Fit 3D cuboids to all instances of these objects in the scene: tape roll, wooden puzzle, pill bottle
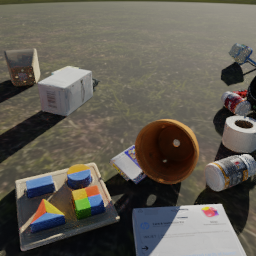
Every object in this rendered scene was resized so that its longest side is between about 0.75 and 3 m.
[{"bbox_3d":[3.540,0.185,8.748,1.072,0.736,1.072,0,30,0],"label":"tape roll"},{"bbox_3d":[-1.522,1.577,6.570,2.095,0.524,2.261,-12,32,-19],"label":"wooden puzzle"},{"bbox_3d":[4.113,-0.951,10.788,0.653,0.653,1.156,-8,31,-14],"label":"pill bottle"},{"bbox_3d":[2.633,1.110,7.180,1.228,0.714,0.714,-14,33,-21],"label":"pill bottle"}]

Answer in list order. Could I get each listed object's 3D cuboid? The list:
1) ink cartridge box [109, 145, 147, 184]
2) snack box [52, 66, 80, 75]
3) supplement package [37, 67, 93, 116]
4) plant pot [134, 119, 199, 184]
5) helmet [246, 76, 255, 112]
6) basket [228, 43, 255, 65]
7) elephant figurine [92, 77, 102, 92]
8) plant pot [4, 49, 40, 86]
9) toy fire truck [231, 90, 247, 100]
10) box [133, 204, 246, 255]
[{"bbox_3d":[0.164,1.027,7.716,0.980,0.230,0.969,44,47,19],"label":"ink cartridge box"},{"bbox_3d":[-3.195,-2.869,14.475,0.782,0.250,1.346,15,34,25],"label":"snack box"},{"bbox_3d":[-2.422,-1.508,11.197,1.205,1.201,2.054,12,33,19],"label":"supplement package"},{"bbox_3d":[1.160,0.524,7.504,1.655,1.655,1.158,15,16,24],"label":"plant pot"},{"bbox_3d":[5.180,-1.255,10.547,1.472,1.472,1.403,20,-8,31],"label":"helmet"},{"bbox_3d":[6.635,-4.110,15.975,1.509,1.050,1.331,29,23,-21],"label":"basket"},{"bbox_3d":[-1.682,-1.885,12.614,0.607,0.666,0.858,37,35,-22],"label":"elephant figurine"},{"bbox_3d":[-4.968,-2.770,13.305,1.455,1.453,1.288,-10,43,-16],"label":"plant pot"},{"bbox_3d":[4.895,-1.256,11.638,1.318,0.321,0.929,-9,32,-15],"label":"toy fire truck"},{"bbox_3d":[1.154,2.486,5.016,1.968,0.520,2.525,-2,31,-5],"label":"box"}]
